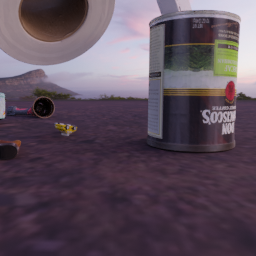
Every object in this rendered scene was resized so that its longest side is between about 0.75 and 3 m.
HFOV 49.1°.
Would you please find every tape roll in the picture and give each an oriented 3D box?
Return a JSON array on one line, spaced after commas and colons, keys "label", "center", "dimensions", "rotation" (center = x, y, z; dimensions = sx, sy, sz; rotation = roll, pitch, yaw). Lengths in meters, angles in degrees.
[{"label": "tape roll", "center": [-1.711, -2.745, 5.552], "dimensions": [2.502, 2.502, 1.718], "rotation": [-6, 53, -40]}]

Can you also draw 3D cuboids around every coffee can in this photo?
[{"label": "coffee can", "center": [1.325, -0.909, 5.888], "dimensions": [1.851, 2.530, 1.851], "rotation": [0, 7, 0]}]

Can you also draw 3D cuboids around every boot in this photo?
[{"label": "boot", "center": [-2.487, 0.295, 5.002], "dimensions": [1.060, 0.386, 1.126], "rotation": [-3, 7, -20]}]

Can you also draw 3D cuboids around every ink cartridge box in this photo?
[{"label": "ink cartridge box", "center": [1.738, -3.511, 9.283], "dimensions": [0.638, 1.912, 1.108], "rotation": [-7, 28, 37]}]

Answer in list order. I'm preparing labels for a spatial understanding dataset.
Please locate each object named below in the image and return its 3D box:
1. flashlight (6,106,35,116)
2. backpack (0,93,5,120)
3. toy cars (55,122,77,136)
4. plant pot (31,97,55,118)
[{"label": "flashlight", "center": [-5.041, -0.873, 13.639], "dimensions": [1.680, 0.571, 0.569], "rotation": [3, 8, 14]}, {"label": "backpack", "center": [-5.377, -0.917, 9.542], "dimensions": [2.259, 1.732, 1.986], "rotation": [7, 1, -30]}, {"label": "toy cars", "center": [-1.700, 0.035, 7.564], "dimensions": [0.580, 0.286, 1.294], "rotation": [10, 0, -16]}, {"label": "plant pot", "center": [-3.946, -0.900, 12.781], "dimensions": [0.959, 0.959, 0.950], "rotation": [-4, 1, -30]}]
